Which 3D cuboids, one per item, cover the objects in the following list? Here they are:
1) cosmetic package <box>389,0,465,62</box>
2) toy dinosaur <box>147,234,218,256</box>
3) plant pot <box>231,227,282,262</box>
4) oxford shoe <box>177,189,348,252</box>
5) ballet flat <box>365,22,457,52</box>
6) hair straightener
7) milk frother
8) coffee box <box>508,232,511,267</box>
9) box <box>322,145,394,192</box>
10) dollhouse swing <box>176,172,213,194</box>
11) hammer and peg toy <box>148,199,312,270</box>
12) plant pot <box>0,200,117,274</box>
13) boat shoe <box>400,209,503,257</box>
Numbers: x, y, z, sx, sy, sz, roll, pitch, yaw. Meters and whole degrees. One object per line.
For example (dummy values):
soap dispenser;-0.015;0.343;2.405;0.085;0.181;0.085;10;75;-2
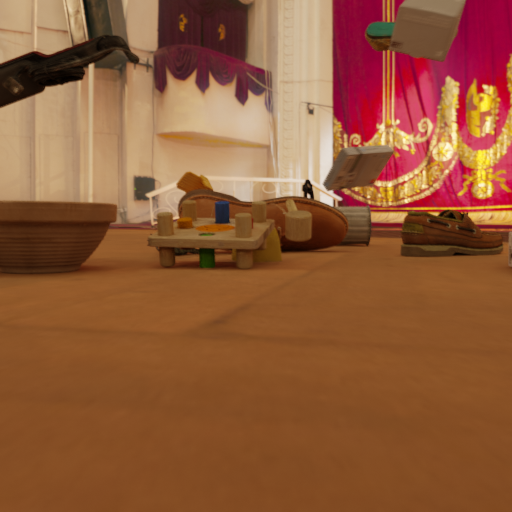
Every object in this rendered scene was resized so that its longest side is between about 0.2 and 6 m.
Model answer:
cosmetic package;2.786;-3.758;9.037;0.905;0.764;1.694;17;35;13
toy dinosaur;-1.584;-0.244;11.066;0.845;0.455;1.916;26;12;25
plant pot;0.003;-0.255;9.388;0.679;0.695;0.675;-1;3;-22
oxford shoe;0.223;-0.471;11.752;3.714;1.325;1.324;3;34;-11
ballet flat;3.054;-4.282;11.014;1.819;0.643;0.643;13;10;29
hair straightener;-3.474;-2.895;9.247;3.442;0.704;1.324;-3;42;22
milk frother;2.138;-1.205;15.352;1.772;1.884;1.700;0;0;1
coffee box;3.836;-0.047;7.346;0.752;0.524;1.316;1;4;13
box;2.393;-2.065;13.150;1.453;0.299;1.133;-10;-35;-30
dollhouse swing;-1.596;-1.700;14.280;0.691;0.628;0.607;-44;-33;26
hammer and peg toy;-0.271;-0.341;8.339;2.257;0.796;1.660;1;14;10
plant pot;-2.881;-0.255;7.479;2.011;0.928;2.011;0;4;0
boat shoe;3.992;-0.476;11.088;2.682;0.912;0.965;-2;4;-35
